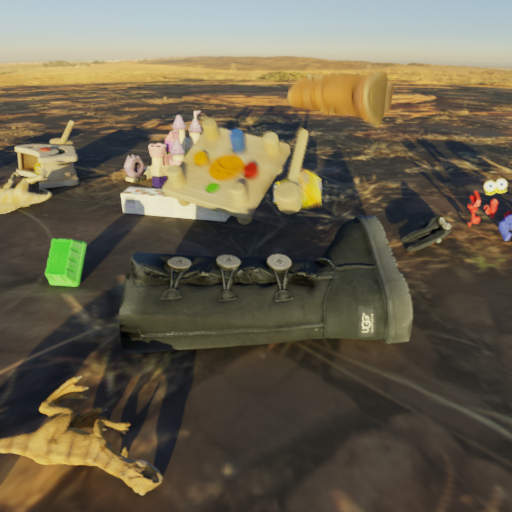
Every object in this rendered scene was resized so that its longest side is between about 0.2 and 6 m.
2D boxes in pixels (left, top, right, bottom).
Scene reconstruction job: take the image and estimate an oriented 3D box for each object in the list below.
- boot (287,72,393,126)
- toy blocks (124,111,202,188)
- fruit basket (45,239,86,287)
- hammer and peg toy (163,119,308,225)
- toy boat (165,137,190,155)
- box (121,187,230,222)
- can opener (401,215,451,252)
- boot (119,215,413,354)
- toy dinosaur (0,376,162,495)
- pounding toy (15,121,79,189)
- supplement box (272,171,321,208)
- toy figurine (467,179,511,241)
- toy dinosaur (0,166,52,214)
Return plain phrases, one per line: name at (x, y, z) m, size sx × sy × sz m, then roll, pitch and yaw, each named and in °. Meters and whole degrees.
boot at (1.570, -3.189, 10.952) m, size 1.974 × 0.975 × 2.543 m, roll 9°, pitch 25°, yaw 16°
toy blocks at (-2.214, -2.887, 15.028) m, size 2.124 × 1.788 × 1.985 m, roll 15°, pitch 27°, yaw 33°
fruit basket at (-3.086, 0.129, 9.125) m, size 0.593 × 0.822 × 0.822 m, roll 3°, pitch 22°, yaw 8°
hammer and peg toy at (-0.196, -1.681, 11.427) m, size 2.889 × 1.019 × 2.125 m, roll 17°, pitch 59°, yaw 22°
toy boat at (-2.147, -3.147, 17.249) m, size 0.888 × 0.886 × 1.358 m, roll 21°, pitch 7°, yaw -36°
box at (-1.773, -1.150, 12.363) m, size 2.453 × 0.508 × 0.475 m, roll 5°, pitch 28°, yaw 14°
can opener at (3.264, -0.380, 10.711) m, size 1.494 × 0.587 × 0.473 m, roll -27°, pitch 73°, yaw -44°
boot at (0.060, 0.297, 8.093) m, size 3.642 × 1.195 × 3.002 m, roll -4°, pitch 20°, yaw 1°
toy dinosaur at (-1.895, 1.685, 5.118) m, size 2.133 × 0.644 × 1.133 m, roll 2°, pitch 23°, yaw 5°
pounding toy at (-5.755, -2.890, 15.311) m, size 1.571 × 1.576 × 2.748 m, roll -4°, pitch 21°, yaw -21°
supplement box at (0.837, -1.323, 11.615) m, size 0.923 × 0.502 × 0.505 m, roll -18°, pitch -30°, yaw 41°
toy figurine at (5.468, -0.520, 10.709) m, size 2.499 × 1.318 × 1.497 m, roll -1°, pitch 50°, yaw 3°
toy dinosaur at (-5.397, -1.375, 12.961) m, size 2.888 × 0.840 × 1.460 m, roll 1°, pitch 36°, yaw 23°
